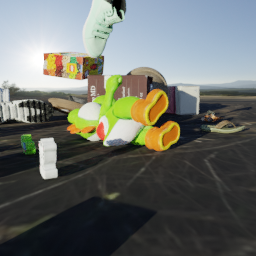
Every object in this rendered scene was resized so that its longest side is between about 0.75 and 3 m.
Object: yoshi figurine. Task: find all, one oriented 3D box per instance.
[{"bbox_3d":[-0.179,-0.316,6.509,2.828,1.589,1.583,4,-8,42],"label":"yoshi figurine"}]

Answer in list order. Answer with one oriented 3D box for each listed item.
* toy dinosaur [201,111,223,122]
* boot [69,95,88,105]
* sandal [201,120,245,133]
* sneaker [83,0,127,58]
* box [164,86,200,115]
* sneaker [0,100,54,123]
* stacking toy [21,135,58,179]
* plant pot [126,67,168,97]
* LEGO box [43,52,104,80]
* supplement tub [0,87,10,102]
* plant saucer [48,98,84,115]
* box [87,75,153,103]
[{"bbox_3d":[3.262,-0.371,10.901,0.812,0.415,0.551,18,23,-1],"label":"toy dinosaur"},{"bbox_3d":[-2.059,-1.031,14.103,1.736,0.920,2.636,0,18,-20],"label":"boot"},{"bbox_3d":[2.731,-0.056,8.153,1.248,0.356,0.495,5,9,32],"label":"sandal"},{"bbox_3d":[-0.371,-1.616,4.441,0.424,1.152,0.680,-3,29,-34],"label":"sneaker"},{"bbox_3d":[2.555,-1.502,14.810,1.227,1.439,2.251,-4,9,-27],"label":"box"},{"bbox_3d":[-4.178,-0.639,10.480,2.678,0.890,1.212,-6,13,-28],"label":"sneaker"},{"bbox_3d":[-2.226,0.374,4.326,1.769,0.551,2.346,-4,8,-27],"label":"stacking toy"},{"bbox_3d":[0.691,-1.339,12.100,2.253,2.253,1.955,0,23,2],"label":"plant pot"},{"bbox_3d":[-1.937,-2.333,10.320,1.510,0.783,2.028,10,18,13],"label":"LEGO box"},{"bbox_3d":[-7.117,-1.419,14.346,1.923,1.391,1.391,-2,8,-19],"label":"supplement tub"},{"bbox_3d":[-2.226,-0.741,11.295,2.020,0.298,2.020,14,-8,2],"label":"plant saucer"},{"bbox_3d":[-0.217,-1.045,10.194,2.090,1.734,1.716,2,9,11],"label":"box"}]
